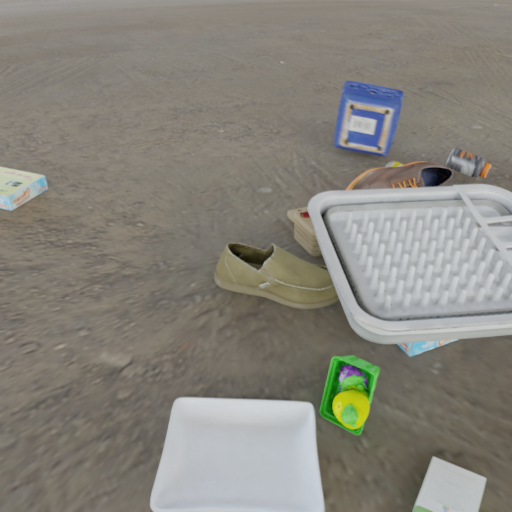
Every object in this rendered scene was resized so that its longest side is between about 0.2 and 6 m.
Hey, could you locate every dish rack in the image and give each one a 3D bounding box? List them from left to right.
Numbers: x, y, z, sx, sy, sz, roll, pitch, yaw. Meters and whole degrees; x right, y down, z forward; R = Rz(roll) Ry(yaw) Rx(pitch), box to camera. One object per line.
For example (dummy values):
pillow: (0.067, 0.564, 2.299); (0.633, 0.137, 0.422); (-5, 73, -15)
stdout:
dish rack: (2.825, 0.111, 8.659); (3.784, 0.824, 3.247); (-3, 41, -9)

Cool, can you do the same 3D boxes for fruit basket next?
fruit basket: (1.111, 1.742, 6.806); (0.689, 0.956, 0.956); (21, 38, 31)

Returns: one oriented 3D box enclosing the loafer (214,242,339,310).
loafer: (0.390, 0.284, 9.242); (2.281, 0.769, 0.867); (6, 33, 10)

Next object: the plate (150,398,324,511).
plate: (-0.177, 2.288, 6.356); (1.767, 0.286, 1.763); (2, 25, 0)

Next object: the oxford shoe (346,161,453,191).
oxford shoe: (2.951, -1.485, 11.623); (2.462, 0.878, 0.898); (-22, 13, -20)

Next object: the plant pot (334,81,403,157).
plant pot: (2.783, -3.401, 14.117); (1.567, 1.567, 1.409); (13, 29, 8)

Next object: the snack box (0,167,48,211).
snack box: (-5.902, -1.583, 12.554); (2.044, 0.379, 1.187); (12, 34, 19)

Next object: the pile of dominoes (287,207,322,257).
pile of dominoes: (2.595, -0.709, 11.000); (3.640, 0.580, 2.837); (-13, 35, -19)

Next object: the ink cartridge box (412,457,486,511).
ink cartridge box: (1.952, 2.705, 5.827); (0.586, 0.335, 1.130); (17, 36, 25)

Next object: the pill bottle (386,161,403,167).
pill bottle: (3.303, -1.832, 12.781); (0.475, 0.475, 0.854); (-7, 26, -11)

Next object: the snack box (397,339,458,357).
snack box: (3.079, 0.606, 8.987); (2.663, 0.494, 1.547); (-14, 35, -21)

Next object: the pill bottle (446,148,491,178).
pill bottle: (4.770, -2.050, 12.544); (0.885, 0.470, 0.470); (27, 40, 21)
